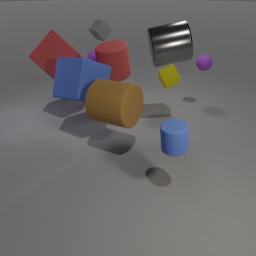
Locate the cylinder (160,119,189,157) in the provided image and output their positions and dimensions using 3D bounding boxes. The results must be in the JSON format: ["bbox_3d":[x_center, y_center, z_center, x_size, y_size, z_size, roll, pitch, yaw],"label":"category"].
[{"bbox_3d":[1.167,0.239,7.026,0.700,0.700,0.700,-5,31,3],"label":"cylinder"}]

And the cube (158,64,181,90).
[{"bbox_3d":[1.744,-2.151,11.906,0.700,0.700,0.700,-27,-9,1],"label":"cube"}]

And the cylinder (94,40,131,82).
[{"bbox_3d":[-0.646,-2.924,12.257,1.400,1.400,1.400,-6,36,5],"label":"cylinder"}]

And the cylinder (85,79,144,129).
[{"bbox_3d":[-0.422,-0.798,9.021,1.400,1.400,1.400,13,31,28],"label":"cylinder"}]

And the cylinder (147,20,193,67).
[{"bbox_3d":[1.512,-3.041,10.187,1.400,1.400,1.400,-11,28,3],"label":"cylinder"}]

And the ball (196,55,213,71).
[{"bbox_3d":[3.387,-2.888,12.424,0.700,0.700,0.700,0,28,0],"label":"ball"}]

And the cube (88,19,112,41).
[{"bbox_3d":[-1.394,-4.891,14.009,0.700,0.700,0.700,29,81,39],"label":"cube"}]

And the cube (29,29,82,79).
[{"bbox_3d":[-2.812,-2.783,11.249,1.400,1.400,1.400,42,1,-1],"label":"cube"}]

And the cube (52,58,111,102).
[{"bbox_3d":[-1.639,-1.651,9.989,1.400,1.400,1.400,11,4,37],"label":"cube"}]

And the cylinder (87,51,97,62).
[{"bbox_3d":[-1.597,-3.169,13.201,0.700,0.700,0.700,12,34,-8],"label":"cylinder"}]
